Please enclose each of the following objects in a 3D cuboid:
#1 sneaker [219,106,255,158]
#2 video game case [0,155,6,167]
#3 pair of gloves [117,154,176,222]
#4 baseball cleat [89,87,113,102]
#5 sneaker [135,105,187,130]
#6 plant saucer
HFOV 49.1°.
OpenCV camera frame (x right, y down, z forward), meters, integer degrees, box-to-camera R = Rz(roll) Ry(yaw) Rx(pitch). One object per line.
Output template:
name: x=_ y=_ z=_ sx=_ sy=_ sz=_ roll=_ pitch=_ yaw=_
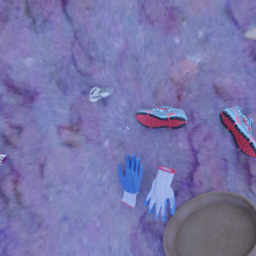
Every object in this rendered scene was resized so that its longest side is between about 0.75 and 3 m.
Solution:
sneaker: x=3.326 y=0.049 z=7.870 sx=0.766 sy=0.636 sz=1.603 roll=-28 pitch=83 yaw=-19
video game case: x=-3.889 y=0.946 z=7.568 sx=0.888 sy=0.979 sz=0.175 roll=6 pitch=107 yaw=-7
pair of gloves: x=0.463 y=1.578 z=7.558 sx=1.945 sy=0.222 sz=1.564 roll=18 pitch=107 yaw=35
baseball cleat: x=-0.763 y=-1.045 z=8.104 sx=0.802 sy=0.427 sz=0.280 roll=-34 pitch=58 yaw=-22
sneaker: x=0.966 y=-0.345 z=8.144 sx=1.474 sy=0.704 sz=0.585 roll=7 pitch=129 yaw=10
plant saucer: x=2.077 y=2.595 z=6.946 sx=2.532 sy=2.532 sz=0.373 roll=-33 pitch=111 yaw=-3
